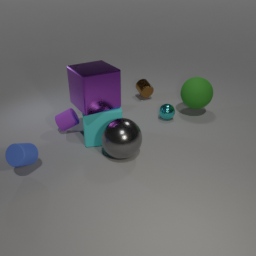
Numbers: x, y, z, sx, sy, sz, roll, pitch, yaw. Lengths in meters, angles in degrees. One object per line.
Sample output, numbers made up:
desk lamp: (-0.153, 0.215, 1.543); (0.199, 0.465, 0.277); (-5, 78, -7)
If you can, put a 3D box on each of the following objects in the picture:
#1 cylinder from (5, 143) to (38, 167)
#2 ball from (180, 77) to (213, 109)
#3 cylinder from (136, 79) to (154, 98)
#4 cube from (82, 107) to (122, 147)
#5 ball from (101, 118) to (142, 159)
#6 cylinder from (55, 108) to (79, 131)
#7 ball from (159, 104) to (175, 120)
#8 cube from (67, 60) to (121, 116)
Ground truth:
cylinder: (-3.265, 0.819, 8.649); (0.700, 0.700, 0.700); (10, 1, 17)
ball: (3.021, -1.541, 12.315); (1.400, 1.400, 1.400); (0, 29, 0)
cylinder: (0.828, -1.991, 14.032); (0.700, 0.700, 0.700); (-12, 45, -21)
cube: (-0.995, -0.270, 10.618); (1.400, 1.400, 1.400); (-5, 29, -9)
ball: (-0.214, 0.349, 9.502); (1.400, 1.400, 1.400); (0, 29, 0)
cylinder: (-2.394, -0.328, 11.036); (0.700, 0.700, 0.700); (-26, 28, 9)
ball: (1.690, -0.710, 12.158); (0.700, 0.700, 0.700); (0, 29, 0)
cube: (-1.181, -1.446, 9.818); (1.400, 1.400, 1.400); (-17, 33, -27)
